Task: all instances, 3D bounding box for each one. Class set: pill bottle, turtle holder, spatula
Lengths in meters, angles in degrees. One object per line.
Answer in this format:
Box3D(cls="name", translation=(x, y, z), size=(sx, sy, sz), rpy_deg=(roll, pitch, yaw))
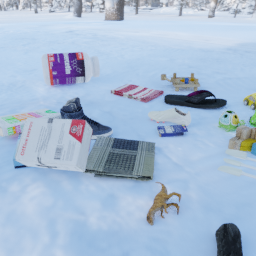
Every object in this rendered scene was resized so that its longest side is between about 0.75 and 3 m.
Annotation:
Box3D(cls="pill bottle", translation=(-3.097, -3.255, 15.233), size=(2.968, 1.669, 1.669), rpy_deg=(-7, 28, -14))
Box3D(cls="turtle holder", translation=(3.797, -0.253, 10.372), size=(0.710, 0.664, 0.935), rpy_deg=(-4, 27, -9))
Box3D(cls="spatula", translation=(3.691, 1.137, 8.186), size=(1.832, 0.147, 1.274), rpy_deg=(14, 29, 26))

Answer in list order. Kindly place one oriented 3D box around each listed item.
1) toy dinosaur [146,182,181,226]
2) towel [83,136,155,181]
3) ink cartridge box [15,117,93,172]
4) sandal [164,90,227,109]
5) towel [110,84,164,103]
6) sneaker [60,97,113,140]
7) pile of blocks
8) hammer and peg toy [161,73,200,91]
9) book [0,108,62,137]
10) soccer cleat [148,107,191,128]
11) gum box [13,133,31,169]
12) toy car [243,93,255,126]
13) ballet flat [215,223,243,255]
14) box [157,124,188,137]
Box3D(cls="toy dinosaur", translation=(0.864, 1.671, 6.762), size=(0.827, 0.471, 1.558), rpy_deg=(8, 27, 19))
Box3D(cls="towel", translation=(-0.204, 0.916, 8.513), size=(2.050, 0.368, 2.129), rpy_deg=(6, 25, 6))
Box3D(cls="ink cartridge box", translation=(-1.967, 0.435, 7.581), size=(1.737, 0.727, 1.253), rpy_deg=(4, 68, 12))
Box3D(cls="sandal", translation=(3.017, -1.344, 12.539), size=(2.785, 0.667, 1.047), rpy_deg=(5, 27, 11))
Box3D(cls="towel", translation=(0.443, -1.815, 13.964), size=(2.239, 0.255, 1.613), rpy_deg=(18, 31, 32))
Box3D(cls="sneaker", translation=(-1.474, -0.358, 9.828), size=(1.903, 1.375, 0.723), rpy_deg=(5, 25, 6))
Box3D(cls="pile of blocks", translation=(4.776, 0.330, 8.899), size=(2.962, 0.921, 1.216), rpy_deg=(-1, 25, -1))
Box3D(cls="hammer and peg toy", translation=(2.698, -2.386, 14.643), size=(1.911, 0.674, 1.406), rpy_deg=(-1, 28, -2))
Box3D(cls="book", translation=(-3.696, -0.219, 10.285), size=(2.200, 0.529, 1.470), rpy_deg=(-18, 22, -38))
Box3D(cls="soccer cleat", translation=(1.609, -0.520, 10.890), size=(1.749, 0.678, 0.606), rpy_deg=(13, 30, 26))
Box3D(cls="gum box", translation=(-2.799, 0.613, 8.950), size=(1.437, 0.377, 1.691), rpy_deg=(-6, 26, -11))
Box3D(cls="toy car", translation=(5.775, -0.733, 11.342), size=(2.897, 0.646, 2.726), rpy_deg=(22, 34, 37))
Box3D(cls="ballet flat", translation=(1.870, 2.524, 5.259), size=(0.559, 0.478, 1.683), rpy_deg=(34, 36, 1))
Box3D(cls="box", translation=(1.618, 0.094, 10.184), size=(1.047, 0.170, 0.634), rpy_deg=(-5, 27, 1))
